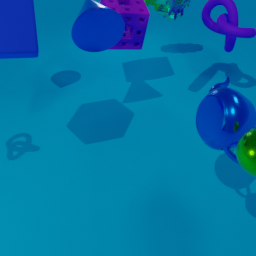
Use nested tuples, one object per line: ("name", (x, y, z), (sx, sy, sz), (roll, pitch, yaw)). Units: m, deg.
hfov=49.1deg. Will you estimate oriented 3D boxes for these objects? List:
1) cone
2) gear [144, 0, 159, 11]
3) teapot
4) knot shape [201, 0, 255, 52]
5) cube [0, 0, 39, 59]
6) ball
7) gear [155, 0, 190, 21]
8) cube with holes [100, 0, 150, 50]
("cone", (-0.916, -2.939, 7.239), (1.350, 1.350, 1.355), (-13, 62, -12))
("gear", (1.054, -4.751, 9.210), (1.657, 1.657, 0.306), (3, 46, 2))
("teapot", (1.838, -0.213, 5.168), (0.902, 1.146, 1.843), (3, 64, -20))
("knot shape", (3.128, -3.106, 8.735), (0.839, 1.699, 1.815), (-40, 65, 9))
("cube", (-2.481, -2.055, 5.455), (1.294, 1.294, 1.294), (-6, 11, -17))
("ball", (1.851, 0.331, 3.813), (0.713, 0.713, 0.713), (0, 47, 0))
("gear", (1.229, -3.589, 6.992), (0.304, 1.646, 1.646), (26, 52, 26))
("cube with holes", (-0.183, -3.359, 8.789), (1.253, 1.253, 1.253), (-4, 53, -14))
